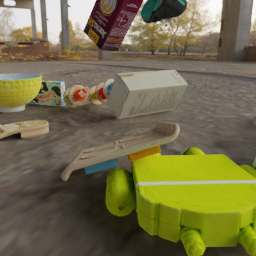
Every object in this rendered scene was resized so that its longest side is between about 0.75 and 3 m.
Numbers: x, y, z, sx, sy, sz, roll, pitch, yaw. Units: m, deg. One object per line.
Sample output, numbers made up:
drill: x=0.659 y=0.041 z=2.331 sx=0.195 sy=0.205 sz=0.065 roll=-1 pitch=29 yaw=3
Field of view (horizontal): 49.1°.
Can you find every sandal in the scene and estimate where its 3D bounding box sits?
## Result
sandal: x=-3.300 y=-0.136 z=6.629 sx=2.827 sy=0.930 sz=1.036 roll=-12 pitch=20 yaw=-36

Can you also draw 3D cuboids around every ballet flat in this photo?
ballet flat: x=1.068 y=-3.512 z=8.345 sx=0.959 sy=0.959 sz=2.626 roll=-3 pitch=15 yaw=-10

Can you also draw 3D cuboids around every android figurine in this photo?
android figurine: x=0.882 y=0.851 z=3.927 sx=2.387 sy=0.538 sz=2.622 roll=-1 pitch=14 yaw=-5

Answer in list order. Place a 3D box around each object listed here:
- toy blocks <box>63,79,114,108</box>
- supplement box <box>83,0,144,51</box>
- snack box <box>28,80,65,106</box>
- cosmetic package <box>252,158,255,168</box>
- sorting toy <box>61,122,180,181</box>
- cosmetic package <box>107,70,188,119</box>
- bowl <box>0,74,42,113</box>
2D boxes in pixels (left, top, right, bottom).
toy blocks: x=-1.162 y=-1.234 z=9.785 sx=1.733 sy=0.755 sz=2.080 roll=-9 pitch=2 yaw=-30
supplement box: x=-0.607 y=-4.491 z=11.126 sx=1.059 sy=2.472 sz=1.364 roll=-14 pitch=55 yaw=-49
snack box: x=-3.187 y=-1.363 z=10.864 sx=1.599 sy=0.929 sz=0.297 roll=6 pitch=16 yaw=20
cosmetic package: x=2.997 y=0.503 z=4.685 sx=1.344 sy=0.461 sz=1.783 roll=27 pitch=25 yaw=27
sorting toy: x=-0.127 y=0.377 z=4.746 sx=1.843 sy=0.336 sz=1.706 roll=-21 pitch=4 yaw=-3
cosmetic package: x=0.639 y=-1.139 z=9.168 sx=2.404 sy=1.264 sz=0.854 roll=-10 pitch=52 yaw=-34
bowl: x=-4.157 y=-1.222 z=9.868 sx=2.250 sy=1.211 sz=2.250 roll=1 pitch=15 yaw=0
